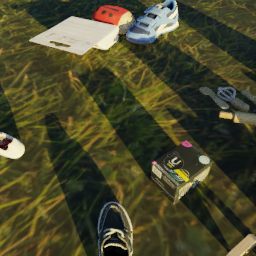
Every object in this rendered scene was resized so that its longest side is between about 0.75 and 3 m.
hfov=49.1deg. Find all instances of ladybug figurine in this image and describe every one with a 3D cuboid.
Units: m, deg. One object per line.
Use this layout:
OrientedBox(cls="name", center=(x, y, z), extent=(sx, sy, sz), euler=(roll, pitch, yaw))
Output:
OrientedBox(cls="ladybug figurine", center=(-0.634, -4.747, 12.128), extent=(2.207, 0.794, 1.498), euler=(22, 49, 21))

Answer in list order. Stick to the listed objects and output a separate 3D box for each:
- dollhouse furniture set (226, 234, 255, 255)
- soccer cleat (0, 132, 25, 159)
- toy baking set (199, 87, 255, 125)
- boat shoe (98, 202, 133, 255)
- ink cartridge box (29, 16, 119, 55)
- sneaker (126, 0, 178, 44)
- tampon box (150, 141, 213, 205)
OrientedBox(cls="dollhouse furniture set", center=(2.519, 2.626, 4.941), extent=(0.593, 0.695, 1.340), euler=(-48, 52, 9))
OrientedBox(cls="soccer cleat", center=(-3.417, 0.292, 7.033), extent=(1.712, 0.739, 0.598), euler=(11, 58, 11))
OrientedBox(cls="toy baking set", center=(2.946, -0.603, 7.172), extent=(2.264, 0.263, 1.737), euler=(7, 33, 14))
OrientedBox(cls="boat shoe", center=(-0.211, 2.192, 5.251), extent=(0.692, 0.623, 1.956), euler=(-5, 45, -5))
OrientedBox(cls="ink cartridge box", center=(-1.958, -3.381, 10.758), extent=(2.279, 0.800, 2.804), euler=(18, 48, 16))
OrientedBox(cls="sneaker", center=(0.996, -4.374, 11.462), extent=(1.103, 1.226, 2.982), euler=(32, 54, 26))
OrientedBox(cls="tampon box", center=(1.199, 0.986, 6.411), extent=(1.122, 0.708, 0.841), euler=(-30, 52, -27))
